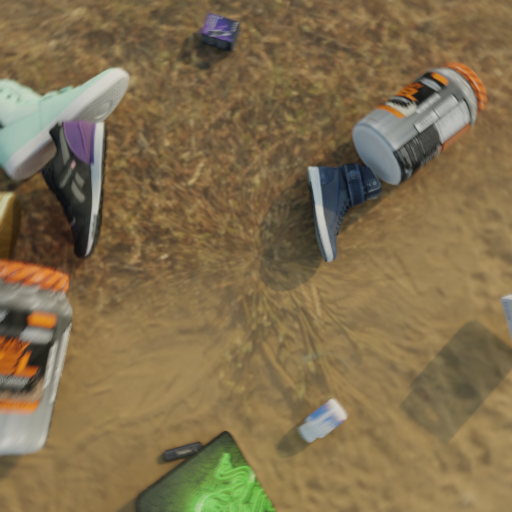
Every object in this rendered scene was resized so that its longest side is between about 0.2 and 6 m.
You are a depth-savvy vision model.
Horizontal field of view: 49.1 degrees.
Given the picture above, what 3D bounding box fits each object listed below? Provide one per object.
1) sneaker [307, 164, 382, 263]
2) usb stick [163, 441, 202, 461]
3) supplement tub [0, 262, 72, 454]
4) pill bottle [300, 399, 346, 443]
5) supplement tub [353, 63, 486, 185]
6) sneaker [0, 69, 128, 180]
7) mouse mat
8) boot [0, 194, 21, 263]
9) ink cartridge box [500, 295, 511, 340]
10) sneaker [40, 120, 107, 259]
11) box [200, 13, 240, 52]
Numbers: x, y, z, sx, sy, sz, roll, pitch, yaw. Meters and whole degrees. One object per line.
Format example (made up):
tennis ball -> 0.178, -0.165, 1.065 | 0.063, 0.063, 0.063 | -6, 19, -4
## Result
sneaker -> 1.818, -0.898, 11.041 | 1.426, 0.751, 1.974 | -6, 78, 1
usb stick -> -1.365, 3.631, 10.413 | 0.732, 0.119, 0.203 | -14, 78, -3
supplement tub -> -4.383, 1.755, 9.906 | 1.895, 1.895, 3.093 | 7, 78, 1
pill bottle -> 1.215, 3.060, 10.334 | 0.809, 0.454, 0.454 | -39, 80, 7
supplement tub -> 3.229, -2.643, 11.049 | 2.397, 1.469, 1.469 | -38, 81, -8
sneaker -> -4.214, -3.190, 11.291 | 3.094, 1.139, 1.825 | -40, 85, -6
mouse mat -> -0.548, 4.322, 9.004 | 0.111, 2.962, 2.383 | -36, 79, 22
boot -> -5.895, -0.168, 10.763 | 2.094, 0.976, 2.708 | 19, 85, 4
ink cartridge box -> 5.029, 1.374, 10.137 | 0.272, 1.254, 1.231 | -17, 94, -8
sneaker -> -3.535, -1.267, 10.778 | 1.152, 0.996, 2.630 | 4, 91, -12
box -> -0.765, -4.809, 12.058 | 0.739, 0.386, 0.547 | 17, 78, 4
